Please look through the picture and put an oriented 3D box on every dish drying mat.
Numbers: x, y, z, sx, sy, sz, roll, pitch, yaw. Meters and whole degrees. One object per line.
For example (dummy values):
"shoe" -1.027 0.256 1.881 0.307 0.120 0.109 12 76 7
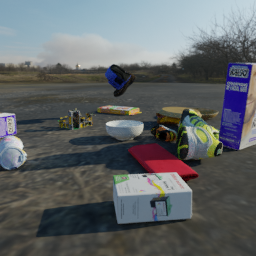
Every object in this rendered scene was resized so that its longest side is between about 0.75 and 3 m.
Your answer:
"dish drying mat" 0.739 0.816 6.882 0.928 0.220 2.416 -4 13 -15

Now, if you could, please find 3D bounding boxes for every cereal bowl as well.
"cereal bowl" -0.118 0.092 9.545 1.272 0.530 1.272 1 12 0

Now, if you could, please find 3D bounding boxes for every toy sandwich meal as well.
"toy sandwich meal" 2.139 -0.446 11.996 1.999 0.685 1.999 3 14 -1

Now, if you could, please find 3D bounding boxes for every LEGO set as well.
"LEGO set" -2.121 -0.469 11.493 1.437 0.833 1.105 -9 14 -36

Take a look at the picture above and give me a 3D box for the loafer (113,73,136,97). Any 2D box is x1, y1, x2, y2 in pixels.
"loafer" -0.255 -2.182 13.951 0.526 1.475 0.538 44 -5 -33

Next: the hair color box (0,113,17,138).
"hair color box" -5.160 0.028 9.212 1.383 0.820 2.530 5 11 26

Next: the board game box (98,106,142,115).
"board game box" -0.453 -0.968 15.304 2.257 0.338 1.078 10 16 29

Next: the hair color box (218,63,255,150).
"hair color box" 3.549 -0.692 8.455 1.355 2.479 0.804 -10 18 -39

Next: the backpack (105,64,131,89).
"backpack" -0.567 -2.404 13.181 1.050 0.881 0.854 38 34 -9

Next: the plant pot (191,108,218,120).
"plant pot" 3.194 -0.698 13.865 2.444 0.336 2.444 -1 12 0

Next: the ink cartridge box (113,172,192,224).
"ink cartridge box" 0.368 1.124 4.647 1.180 0.496 0.855 -2 12 -7

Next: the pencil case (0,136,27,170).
"pencil case" -2.931 0.584 7.056 0.617 0.566 1.361 -18 17 -21

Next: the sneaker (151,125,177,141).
"sneaker" 1.083 0.172 9.437 0.532 0.414 1.183 -5 15 -37

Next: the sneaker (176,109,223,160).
"sneaker" 2.001 0.223 8.133 1.084 1.069 2.836 9 23 6
